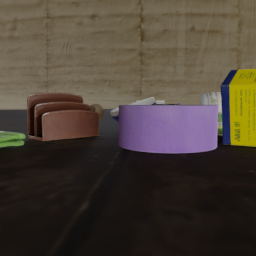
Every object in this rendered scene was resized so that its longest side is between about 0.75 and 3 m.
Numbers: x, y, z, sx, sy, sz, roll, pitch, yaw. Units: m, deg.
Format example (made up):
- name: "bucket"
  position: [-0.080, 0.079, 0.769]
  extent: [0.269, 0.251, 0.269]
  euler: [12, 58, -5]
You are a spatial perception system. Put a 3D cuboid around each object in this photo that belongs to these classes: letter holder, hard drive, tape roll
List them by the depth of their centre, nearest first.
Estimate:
- name: "tape roll"
  position: [0.935, -0.070, 6.705]
  extent: [2.329, 0.990, 2.329]
  euler: [1, 5, 0]
- name: "letter holder"
  position: [-1.848, -0.372, 8.162]
  extent: [1.863, 1.324, 0.937]
  euler: [-4, 7, -43]
- name: "hard drive"
  position: [0.336, -0.582, 10.986]
  extent: [1.628, 0.313, 2.468]
  euler: [-18, -9, 5]

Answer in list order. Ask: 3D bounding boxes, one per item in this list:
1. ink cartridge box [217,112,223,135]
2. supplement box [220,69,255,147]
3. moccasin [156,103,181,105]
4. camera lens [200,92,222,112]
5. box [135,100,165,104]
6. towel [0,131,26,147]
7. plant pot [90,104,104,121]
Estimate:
- name: "ink cartridge box"
  position: [3.272, -0.226, 10.384]
  extent: [2.153, 0.710, 2.959]
  euler: [-2, 4, -21]
- name: "supplement box"
  position: [3.684, -0.503, 6.389]
  extent: [2.780, 1.513, 1.522]
  euler: [3, 26, 28]
- name: "moccasin"
  position: [1.589, -0.631, 12.954]
  extent: [2.550, 1.026, 0.869]
  euler: [-1, -3, 39]
- name: "camera lens"
  position: [5.308, -1.253, 16.219]
  extent: [2.039, 1.631, 1.631]
  euler: [0, 5, 5]
- name: "box"
  position: [1.149, -0.942, 15.399]
  extent: [1.487, 1.165, 2.391]
  euler: [0, 6, 1]
- name: "towel"
  position: [-4.063, 0.325, 6.234]
  extent: [2.796, 0.429, 2.086]
  euler: [4, 9, 22]
- name: "plant pot"
  position: [-1.587, -0.719, 12.661]
  extent: [0.931, 0.931, 0.430]
  euler: [2, -22, 18]
